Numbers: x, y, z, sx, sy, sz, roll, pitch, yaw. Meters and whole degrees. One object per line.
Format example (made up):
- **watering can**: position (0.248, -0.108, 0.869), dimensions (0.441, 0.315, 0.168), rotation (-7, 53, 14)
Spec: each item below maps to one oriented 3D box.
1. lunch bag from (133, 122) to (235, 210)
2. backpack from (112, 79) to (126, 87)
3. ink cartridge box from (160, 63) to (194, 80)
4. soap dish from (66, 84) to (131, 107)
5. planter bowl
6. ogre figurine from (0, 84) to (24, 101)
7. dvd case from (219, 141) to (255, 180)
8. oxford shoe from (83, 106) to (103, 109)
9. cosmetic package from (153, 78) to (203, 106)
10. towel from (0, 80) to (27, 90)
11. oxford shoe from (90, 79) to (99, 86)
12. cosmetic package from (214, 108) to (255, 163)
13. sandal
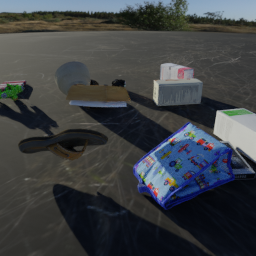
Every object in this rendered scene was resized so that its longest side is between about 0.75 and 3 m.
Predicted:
- **lunch bag**: position (1.208, 0.997, 6.978), dimensions (2.184, 1.027, 1.644), rotation (-27, 32, -13)
- **backpack**: position (-0.447, -2.237, 14.722), dimensions (0.735, 0.558, 0.881), rotation (10, 26, 8)
- **ink cartridge box**: position (2.495, -2.571, 14.528), dimensions (0.741, 1.311, 1.789), rotation (-14, 28, -28)
- **soap dish**: position (-0.898, -0.987, 8.565), dimensions (1.590, 0.646, 1.251), rotation (6, 8, 33)
- **planter bowl**: position (-2.536, -2.130, 13.415), dimensions (1.738, 1.738, 1.169), rotation (-10, 53, -22)
- **ogre figurine**: position (-5.654, -1.693, 13.250), dimensions (0.977, 0.799, 1.629), rotation (4, 10, 38)
- **dvd case**: position (2.599, 0.897, 8.084), dimensions (1.358, 0.223, 1.807), rotation (-2, 26, -4)
- **oxford shoe**: position (-1.226, -1.153, 12.387), dimensions (0.783, 0.674, 1.855), rotation (39, 41, 26)
- **cosmetic package**: position (2.248, -1.661, 12.835), dimensions (2.055, 1.062, 0.897), rotation (-2, 24, -8)
- **towel**: position (-6.399, -2.297, 15.317), dimensions (1.298, 0.205, 1.803), rotation (-4, 23, -3)
- **oxford shoe**: position (-2.382, -2.340, 14.999), dimensions (1.967, 0.715, 0.830), rotation (17, 11, 32)
- **cosmetic package**: position (3.861, 0.171, 8.890), dimensions (1.171, 0.924, 2.177), rotation (-6, 23, -18)
- **sandal**: position (-1.782, 0.554, 7.603), dimensions (2.671, 0.729, 1.091), rotation (-8, -18, 13)
